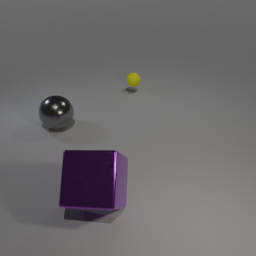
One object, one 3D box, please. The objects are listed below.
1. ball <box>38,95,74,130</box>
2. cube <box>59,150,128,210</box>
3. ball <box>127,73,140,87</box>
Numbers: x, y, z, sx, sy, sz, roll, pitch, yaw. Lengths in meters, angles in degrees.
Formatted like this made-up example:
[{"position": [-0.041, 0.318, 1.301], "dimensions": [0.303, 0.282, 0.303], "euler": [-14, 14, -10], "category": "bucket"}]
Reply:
[{"position": [-2.917, -0.635, 11.406], "dimensions": [1.400, 1.400, 1.400], "euler": [0, 32, 0], "category": "ball"}, {"position": [-0.832, 1.366, 7.353], "dimensions": [1.400, 1.400, 1.400], "euler": [-1, -13, 12], "category": "cube"}, {"position": [0.274, -2.474, 14.338], "dimensions": [0.700, 0.700, 0.700], "euler": [0, 32, 0], "category": "ball"}]
